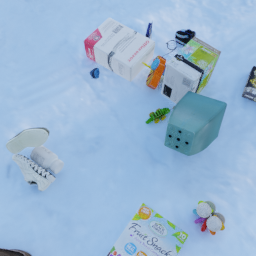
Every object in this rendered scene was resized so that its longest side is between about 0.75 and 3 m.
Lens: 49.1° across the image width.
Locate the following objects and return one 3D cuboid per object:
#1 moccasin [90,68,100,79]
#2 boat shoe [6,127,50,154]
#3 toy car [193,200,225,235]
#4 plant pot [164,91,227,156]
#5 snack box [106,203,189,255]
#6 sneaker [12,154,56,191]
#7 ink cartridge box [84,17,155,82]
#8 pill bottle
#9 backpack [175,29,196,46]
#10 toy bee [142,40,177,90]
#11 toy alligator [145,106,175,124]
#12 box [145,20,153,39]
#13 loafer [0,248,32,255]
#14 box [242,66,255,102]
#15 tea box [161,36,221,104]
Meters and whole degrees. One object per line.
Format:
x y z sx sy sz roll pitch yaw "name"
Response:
-1.069 -1.699 8.859 0.273 0.322 0.800 -10 19 5 "moccasin"
-3.284 0.321 9.335 1.889 0.675 0.565 -20 24 29 "boat shoe"
2.509 2.878 8.919 0.823 0.960 1.097 -44 66 19 "toy car"
2.130 -0.054 9.429 1.458 1.459 2.064 23 38 26 "plant pot"
0.453 3.788 8.460 1.725 0.643 2.426 33 67 16 "snack box"
-3.403 1.513 9.705 1.785 0.671 0.724 30 75 16 "sneaker"
-0.341 -3.372 12.004 2.474 1.043 1.791 33 67 16 "ink cartridge box"
-2.833 1.122 9.878 1.101 0.630 0.630 31 67 16 "pill bottle"
2.556 -4.092 12.601 0.820 0.749 0.552 29 57 26 "backpack"
1.314 -2.541 11.689 2.001 1.088 1.310 -44 109 -6 "toy bee"
1.341 -0.610 10.910 1.534 0.416 0.455 -27 66 -14 "toy alligator"
0.908 -4.063 12.296 0.192 1.185 0.718 11 62 6 "box"
-4.091 3.996 8.208 2.531 0.898 0.924 2 62 1 "loafer"
5.765 -1.598 11.412 1.853 0.455 1.493 24 68 12 "box"
2.382 -2.110 10.864 1.256 1.880 1.849 36 68 17 "tea box"
